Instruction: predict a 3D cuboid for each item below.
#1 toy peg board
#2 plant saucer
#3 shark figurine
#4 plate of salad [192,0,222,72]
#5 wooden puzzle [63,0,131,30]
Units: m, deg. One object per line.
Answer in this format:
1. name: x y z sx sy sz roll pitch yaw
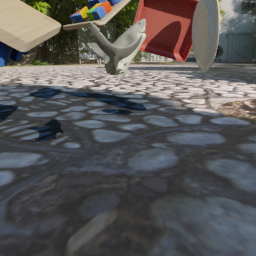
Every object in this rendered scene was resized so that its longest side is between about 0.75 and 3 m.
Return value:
1. toy peg board: -3.127 -2.161 5.954 2.602 1.278 2.613 28 24 -12
2. plant saucer: 1.311 -3.555 9.638 2.198 2.194 0.403 13 43 -5
3. shark figurine: -0.293 -1.200 4.424 0.820 1.174 1.964 29 27 -2
4. plate of salad: 2.389 -2.880 8.306 0.579 2.411 2.411 -4 16 -2
5. wooden puzzle: -1.001 -4.172 9.728 2.086 0.521 2.252 13 51 45
